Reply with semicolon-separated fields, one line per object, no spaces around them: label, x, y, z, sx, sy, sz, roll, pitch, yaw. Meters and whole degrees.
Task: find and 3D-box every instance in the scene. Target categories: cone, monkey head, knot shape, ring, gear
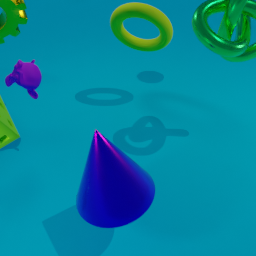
cone;-0.341;0.572;4.421;1.384;1.389;1.384;-8;36;6
monkey head;-2.352;-1.130;6.360;0.752;0.630;1.045;-24;67;28
knot shape;2.278;-2.339;5.727;1.977;1.850;0.913;2;15;-33
ring;0.368;-2.772;7.863;1.805;1.805;0.361;12;72;13
gear;-3.498;-2.739;6.656;2.070;2.070;0.383;-17;74;-19

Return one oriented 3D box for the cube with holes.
cube with holes;-1.955;-0.167;3.129;0.876;0.876;0.876;-31;66;-7
